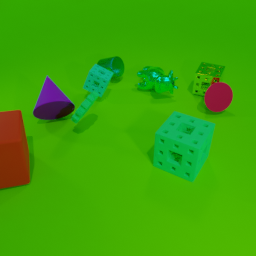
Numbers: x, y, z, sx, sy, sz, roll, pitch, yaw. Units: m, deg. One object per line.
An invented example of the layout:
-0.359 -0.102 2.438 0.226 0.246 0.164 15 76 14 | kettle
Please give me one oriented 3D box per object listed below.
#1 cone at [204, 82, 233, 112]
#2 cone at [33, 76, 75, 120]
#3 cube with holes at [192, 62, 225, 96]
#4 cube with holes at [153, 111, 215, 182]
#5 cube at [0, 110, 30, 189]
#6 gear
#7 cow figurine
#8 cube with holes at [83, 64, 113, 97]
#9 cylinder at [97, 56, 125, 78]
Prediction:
2.875 -1.130 9.557 0.987 0.987 0.990 -6 17 -8 | cone
-2.434 -1.103 8.825 1.280 1.280 1.285 -11 71 -15 | cone
2.964 -1.760 10.290 0.878 0.878 0.878 16 45 20 | cube with holes
1.429 0.451 7.227 1.123 1.123 1.123 20 42 25 | cube with holes
-3.207 0.533 6.811 1.372 1.372 1.372 -8 36 -16 | cube
-1.249 -0.604 8.141 0.197 1.064 1.064 38 41 -5 | gear
1.156 -1.826 10.424 1.607 0.896 1.633 5 29 20 | cow figurine
-1.039 -1.666 9.817 0.713 0.713 0.713 26 34 -5 | cube with holes
-0.691 -2.392 11.133 0.813 0.813 0.813 2 31 39 | cylinder
